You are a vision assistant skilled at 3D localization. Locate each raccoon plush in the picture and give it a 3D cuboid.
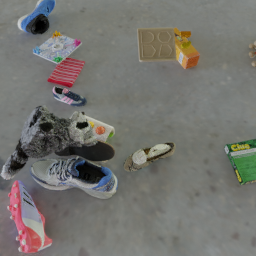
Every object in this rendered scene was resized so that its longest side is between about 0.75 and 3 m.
[{"bbox_3d":[-2.396,0.561,8.857,1.961,2.926,1.416,27,29,-35],"label":"raccoon plush"}]

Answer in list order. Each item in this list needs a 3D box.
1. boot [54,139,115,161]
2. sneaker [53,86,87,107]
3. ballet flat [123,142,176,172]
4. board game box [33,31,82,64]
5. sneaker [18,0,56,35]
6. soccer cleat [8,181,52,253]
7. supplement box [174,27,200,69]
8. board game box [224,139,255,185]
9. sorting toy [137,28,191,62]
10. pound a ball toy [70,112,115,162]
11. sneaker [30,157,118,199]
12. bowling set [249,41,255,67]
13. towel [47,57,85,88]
[{"bbox_3d":[-1.430,0.610,9.639,2.187,0.805,0.825,6,17,15],"label":"boot"},{"bbox_3d":[-2.343,-1.275,11.154,1.452,0.596,0.509,14,59,9],"label":"sneaker"},{"bbox_3d":[0.751,0.892,9.677,1.978,0.745,0.671,-19,65,-12],"label":"ballet flat"},{"bbox_3d":[-3.253,-3.747,12.846,1.660,0.215,1.660,26,60,24],"label":"board game box"},{"bbox_3d":[-4.077,-5.401,13.584,1.303,0.899,2.343,30,66,25],"label":"sneaker"},{"bbox_3d":[-3.066,2.672,8.654,0.917,0.800,2.398,9,37,-41],"label":"soccer cleat"},{"bbox_3d":[2.353,-3.620,12.614,0.683,0.706,2.053,-21,62,-14],"label":"supplement box"},{"bbox_3d":[5.052,1.013,9.871,2.894,0.339,1.516,-9,60,-6],"label":"board game box"},{"bbox_3d":[1.297,-2.919,9.842,1.898,0.254,1.414,-2,72,-3],"label":"sorting toy"},{"bbox_3d":[-1.344,0.269,10.036,1.868,0.794,1.218,23,63,15],"label":"pound a ball toy"},{"bbox_3d":[-1.789,1.381,9.065,2.973,1.266,1.145,8,58,6],"label":"sneaker"},{"bbox_3d":[5.883,-3.559,12.386,0.823,1.066,1.532,-1,54,1],"label":"bowling set"},{"bbox_3d":[-2.678,-2.463,12.168,1.148,0.179,1.588,15,59,9],"label":"towel"}]
